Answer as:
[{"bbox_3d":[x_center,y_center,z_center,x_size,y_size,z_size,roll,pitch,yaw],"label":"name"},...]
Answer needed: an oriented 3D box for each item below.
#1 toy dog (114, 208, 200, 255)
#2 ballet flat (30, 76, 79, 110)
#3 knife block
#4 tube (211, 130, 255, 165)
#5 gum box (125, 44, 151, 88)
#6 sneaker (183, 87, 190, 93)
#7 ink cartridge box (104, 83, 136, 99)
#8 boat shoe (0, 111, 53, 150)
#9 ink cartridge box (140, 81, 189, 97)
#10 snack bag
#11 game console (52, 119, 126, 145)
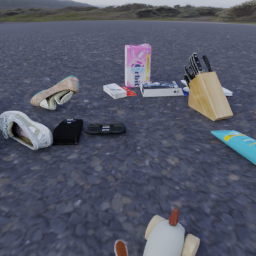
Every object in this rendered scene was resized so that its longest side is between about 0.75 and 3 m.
[{"bbox_3d":[0.569,2.507,5.481,1.636,1.194,2.480,7,28,13],"label":"toy dog"},{"bbox_3d":[-3.428,-1.421,13.006,2.828,0.951,0.963,-26,-20,25],"label":"ballet flat"},{"bbox_3d":[3.613,-2.000,12.795,0.927,2.542,2.896,-12,29,-20],"label":"knife block"},{"bbox_3d":[4.183,0.676,9.748,1.125,0.732,2.906,4,20,-21],"label":"tube"},{"bbox_3d":[0.548,-3.601,16.045,1.370,2.415,0.798,-4,27,-7],"label":"gum box"},{"bbox_3d":[3.422,-2.017,15.231,0.814,0.308,0.428,5,30,-5],"label":"sneaker"},{"bbox_3d":[-0.442,-2.081,15.378,1.336,0.339,1.517,-14,31,-24],"label":"ink cartridge box"},{"bbox_3d":[-4.027,0.099,10.454,2.721,1.003,0.873,23,30,26],"label":"boat shoe"},{"bbox_3d":[2.025,-2.156,15.370,2.565,0.503,1.276,-2,27,-6],"label":"ink cartridge box"},{"bbox_3d":[4.275,-2.278,15.466,2.251,0.241,2.122,2,26,-19],"label":"snack bag"},{"bbox_3d":[-1.505,0.129,11.081,2.858,0.345,1.686,-2,27,0],"label":"game console"}]
